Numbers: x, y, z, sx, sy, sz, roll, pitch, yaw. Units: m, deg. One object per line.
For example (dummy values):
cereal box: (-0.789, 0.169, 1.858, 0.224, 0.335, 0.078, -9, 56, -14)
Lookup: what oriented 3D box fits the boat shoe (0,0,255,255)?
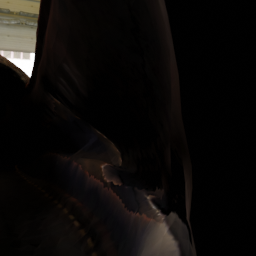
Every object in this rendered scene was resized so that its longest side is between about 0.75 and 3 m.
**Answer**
boat shoe: (-0.582, -0.002, 0.885, 0.773, 0.773, 2.197, -5, 4, -34)
